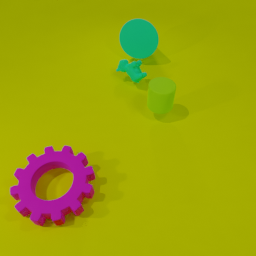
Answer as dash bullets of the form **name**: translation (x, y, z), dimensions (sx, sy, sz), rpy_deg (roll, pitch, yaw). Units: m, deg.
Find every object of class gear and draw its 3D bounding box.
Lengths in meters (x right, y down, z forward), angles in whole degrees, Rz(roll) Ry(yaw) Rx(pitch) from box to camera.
- **gear**: translation (-1.725, 1.287, 6.535), dimensions (1.880, 0.348, 1.880), rpy_deg (-2, 53, 2)

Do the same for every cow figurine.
- **cow figurine**: translation (0.086, -1.898, 9.366), dimensions (0.529, 0.949, 0.964), rpy_deg (-24, 89, -45)

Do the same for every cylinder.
- **cylinder**: translation (0.953, -0.933, 8.047), dimensions (0.771, 0.771, 0.771), rpy_deg (1, 47, -1)

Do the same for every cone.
- **cone**: translation (0.532, -3.534, 10.489), dimensions (1.422, 1.422, 1.427), rpy_deg (9, 37, 9)
